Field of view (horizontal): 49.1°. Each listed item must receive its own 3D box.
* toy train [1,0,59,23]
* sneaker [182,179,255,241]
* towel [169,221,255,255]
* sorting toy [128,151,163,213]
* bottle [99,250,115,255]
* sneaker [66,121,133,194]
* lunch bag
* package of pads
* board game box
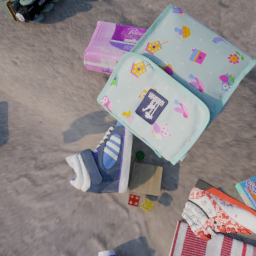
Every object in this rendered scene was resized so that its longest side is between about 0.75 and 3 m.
[{"bbox_3d":[-3.650,-5.070,10.827,1.466,1.096,2.572,19,62,21],"label":"toy train"},{"bbox_3d":[1.767,1.713,5.011,1.753,0.585,0.939,28,87,46],"label":"sneaker"},{"bbox_3d":[2.082,3.298,6.518,2.282,0.260,1.644,17,61,10],"label":"towel"},{"bbox_3d":[0.481,1.450,7.540,0.792,0.278,1.643,8,60,5],"label":"sorting toy"},{"bbox_3d":[-0.372,3.593,6.182,0.680,0.531,1.628,-6,61,-8],"label":"bottle"},{"bbox_3d":[-0.791,0.583,7.630,1.734,0.954,2.369,6,66,-2],"label":"sneaker"},{"bbox_3d":[0.878,-0.799,5.594,2.120,1.518,2.489,39,78,9],"label":"lunch bag"},{"bbox_3d":[0.058,-2.555,9.350,2.775,1.050,1.672,11,61,6],"label":"package of pads"},{"bbox_3d":[3.707,1.705,7.380,1.356,0.305,1.031,-20,63,-11],"label":"board game box"}]
